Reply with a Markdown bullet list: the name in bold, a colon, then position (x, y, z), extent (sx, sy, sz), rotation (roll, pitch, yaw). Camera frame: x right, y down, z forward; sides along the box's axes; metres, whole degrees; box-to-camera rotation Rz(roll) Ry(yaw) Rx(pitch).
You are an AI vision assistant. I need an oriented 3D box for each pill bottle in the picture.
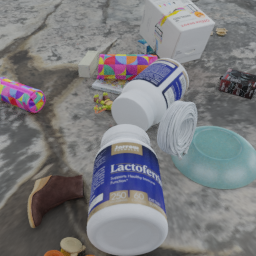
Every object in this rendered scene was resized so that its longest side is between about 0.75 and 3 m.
- **pill bottle**: position (0.769, -1.081, 9.287), extent (1.629, 1.629, 2.815), rotation (21, 43, 24)
- **pill bottle**: position (-0.037, 1.243, 6.400), extent (1.595, 1.595, 2.756), rotation (-1, 38, -1)

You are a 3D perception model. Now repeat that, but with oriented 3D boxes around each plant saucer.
- **plant saucer**: position (2.533, 0.608, 8.099), extent (2.584, 0.497, 2.584), rotation (0, 38, 0)

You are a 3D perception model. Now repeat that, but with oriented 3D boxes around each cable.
- **cable**: position (1.248, 0.002, 6.942), extent (0.478, 1.380, 1.380), rotation (21, 80, 34)

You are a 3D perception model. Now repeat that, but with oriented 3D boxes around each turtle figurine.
- **turtle figurine**: position (-0.652, -0.898, 9.994), extent (1.467, 0.473, 1.183), rotation (-28, 38, -18)

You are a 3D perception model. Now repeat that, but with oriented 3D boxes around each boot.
- **boot**: position (-1.688, 1.669, 6.716), extent (1.218, 0.530, 1.464), rotation (-5, 36, -3)

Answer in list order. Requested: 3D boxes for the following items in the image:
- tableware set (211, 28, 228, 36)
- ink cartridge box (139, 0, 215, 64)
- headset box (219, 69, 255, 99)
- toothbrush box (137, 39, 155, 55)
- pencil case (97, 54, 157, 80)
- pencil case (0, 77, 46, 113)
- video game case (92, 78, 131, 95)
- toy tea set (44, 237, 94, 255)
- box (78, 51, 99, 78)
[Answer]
- **tableware set**: position (4.968, -5.577, 16.095), extent (1.567, 0.182, 1.309), rotation (6, 39, 8)
- **ink cartridge box**: position (2.152, -4.563, 12.884), extent (1.996, 1.961, 2.711), rotation (-21, 60, -23)
- **headset box**: position (4.328, -1.780, 11.035), extent (1.425, 0.550, 1.061), rotation (23, 44, 24)
- **toothbrush box**: position (1.132, -4.153, 14.071), extent (1.123, 0.479, 0.822), rotation (-21, 43, -26)
- **pencil case**: position (-0.029, -2.412, 11.162), extent (2.472, 1.093, 1.093), rotation (1, 39, 0)
- **pencil case**: position (-3.987, -1.214, 10.080), extent (2.077, 0.918, 0.918), rotation (20, 43, 22)
- **video game case**: position (-0.375, -1.962, 11.543), extent (1.599, 0.201, 1.757), rotation (15, 41, 17)
- **toy tea set**: position (-0.933, 2.885, 5.319), extent (1.759, 0.651, 1.046), rotation (24, 15, 31)
- **box**: position (-1.699, -2.819, 12.299), extent (0.514, 0.617, 1.503), rotation (6, 38, 9)
